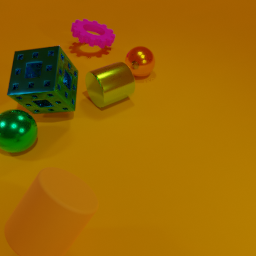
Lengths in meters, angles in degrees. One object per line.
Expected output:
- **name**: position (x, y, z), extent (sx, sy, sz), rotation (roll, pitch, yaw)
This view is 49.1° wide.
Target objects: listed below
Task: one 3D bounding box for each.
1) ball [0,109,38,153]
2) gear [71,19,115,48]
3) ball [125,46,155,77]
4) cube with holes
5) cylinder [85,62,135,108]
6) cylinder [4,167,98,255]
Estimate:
- **ball**: position (-3.018, 0.077, 7.478), extent (1.171, 1.171, 1.171), rotation (0, 40, 0)
- **gear**: position (-1.479, -4.052, 11.954), extent (1.836, 0.340, 1.836), rotation (13, 41, -12)
- **ball**: position (0.455, -2.495, 10.550), extent (1.142, 1.142, 1.142), rotation (0, 40, 0)
- **cube with holes**: position (-2.371, -1.324, 8.085), extent (1.369, 1.369, 1.369), rotation (-3, 70, 12)
- **cylinder**: position (-0.590, -1.435, 9.217), extent (1.218, 1.218, 1.218), rotation (-25, 46, -27)
- **cylinder**: position (-1.391, 1.583, 5.172), extent (1.249, 1.249, 1.249), rotation (34, 10, -7)
